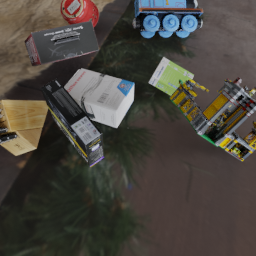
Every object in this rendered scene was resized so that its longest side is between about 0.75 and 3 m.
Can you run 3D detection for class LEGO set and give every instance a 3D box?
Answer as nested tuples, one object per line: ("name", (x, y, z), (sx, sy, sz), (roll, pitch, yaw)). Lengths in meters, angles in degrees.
("LEGO set", (2.664, -0.504, 7.371), (2.832, 1.641, 2.178), (33, 21, -24))

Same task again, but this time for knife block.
("knife block", (-3.377, -0.386, 7.666), (0.808, 2.216, 2.524), (-18, 44, 19))

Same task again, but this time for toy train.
("toy train", (1.664, -4.787, 11.788), (2.991, 1.296, 1.709), (-3, 93, -7))

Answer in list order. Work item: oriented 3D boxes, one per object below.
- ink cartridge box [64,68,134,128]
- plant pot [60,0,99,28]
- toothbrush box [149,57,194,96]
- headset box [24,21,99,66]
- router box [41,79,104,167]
("ink cartridge box", (-0.985, -1.035, 9.279), (2.016, 0.849, 1.458), (18, 51, 15))
("plant pot", (-2.124, -5.026, 12.038), (1.417, 1.290, 1.417), (0, 90, 16))
("toothbrush box", (1.483, -1.687, 9.605), (1.234, 0.531, 0.898), (30, 70, -2))
("headset box", (-2.372, -2.911, 9.834), (2.033, 1.026, 2.736), (-20, 18, -20))
("router box", (-1.466, -0.091, 7.651), (0.538, 1.620, 2.060), (-35, 70, -18))
